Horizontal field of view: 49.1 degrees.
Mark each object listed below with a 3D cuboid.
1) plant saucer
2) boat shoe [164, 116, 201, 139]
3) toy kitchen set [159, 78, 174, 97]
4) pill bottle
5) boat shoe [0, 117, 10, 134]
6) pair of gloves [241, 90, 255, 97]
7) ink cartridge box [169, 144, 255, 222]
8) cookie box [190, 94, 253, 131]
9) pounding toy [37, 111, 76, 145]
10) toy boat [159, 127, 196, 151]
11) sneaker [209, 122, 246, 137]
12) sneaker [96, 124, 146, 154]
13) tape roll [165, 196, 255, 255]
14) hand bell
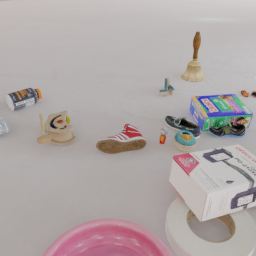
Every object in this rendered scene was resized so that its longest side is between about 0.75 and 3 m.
[{"bbox_3d":[-0.410,3.026,5.326,2.758,0.699,2.758,0,32,0],"label":"plant saucer"},{"bbox_3d":[2.015,-0.145,10.484,0.618,0.510,1.651,-20,37,-28],"label":"boat shoe"},{"bbox_3d":[1.736,-1.942,13.283,0.743,0.547,0.928,-8,33,-12],"label":"toy kitchen set"},{"bbox_3d":[-4.449,-1.300,12.098,1.391,0.739,0.739,-26,41,-36],"label":"pill bottle"},{"bbox_3d":[-5.435,-0.551,10.727,0.909,1.044,2.833,-17,40,-35],"label":"boat shoe"},{"bbox_3d":[5.744,-1.592,13.158,0.808,0.100,0.720,7,32,6],"label":"pair of gloves"},{"bbox_3d":[2.398,1.290,7.149,2.169,0.915,1.570,-8,30,-20],"label":"ink cartridge box"},{"bbox_3d":[3.598,-0.645,11.046,1.891,0.711,1.617,-5,36,-6],"label":"cookie box"},{"bbox_3d":[-2.439,-0.119,9.886,1.101,1.105,1.926,-4,33,2],"label":"pounding toy"},{"bbox_3d":[1.699,0.327,9.521,1.269,0.590,1.067,7,24,-1],"label":"toy boat"},{"bbox_3d":[3.595,0.026,10.171,1.339,0.555,0.475,1,34,2],"label":"sneaker"},{"bbox_3d":[-0.315,0.343,9.624,1.712,0.610,0.963,-2,36,-17],"label":"sneaker"},{"bbox_3d":[1.945,2.361,6.666,2.103,0.384,2.103,-1,32,0],"label":"tape roll"},{"bbox_3d":[3.460,-3.716,14.370,1.239,2.379,1.239,0,32,0],"label":"hand bell"}]
